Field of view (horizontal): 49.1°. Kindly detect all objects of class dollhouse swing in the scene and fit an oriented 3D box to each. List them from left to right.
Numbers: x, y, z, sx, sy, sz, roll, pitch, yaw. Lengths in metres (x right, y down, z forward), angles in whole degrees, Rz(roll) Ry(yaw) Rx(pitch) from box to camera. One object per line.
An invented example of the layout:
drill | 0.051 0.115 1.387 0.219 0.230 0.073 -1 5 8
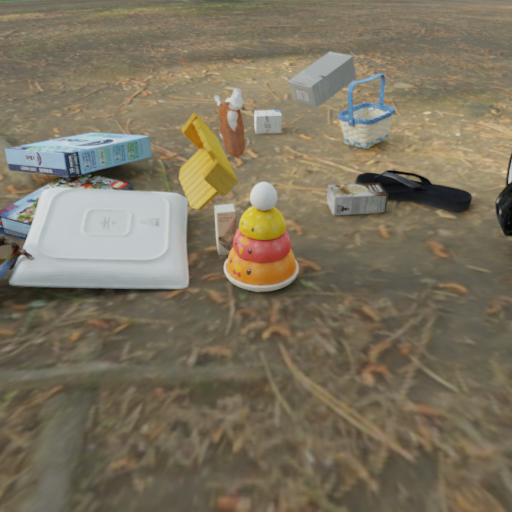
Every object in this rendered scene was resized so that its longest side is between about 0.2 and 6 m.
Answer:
dollhouse swing | -0.778 -1.144 7.129 0.765 0.791 0.871 -31 62 13

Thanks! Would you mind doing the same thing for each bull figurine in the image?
bull figurine | -0.507 -2.721 11.239 0.503 1.544 0.937 -11 46 -11

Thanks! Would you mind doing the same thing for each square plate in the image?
square plate | -2.691 -0.479 10.220 2.886 0.414 2.913 1 38 -9

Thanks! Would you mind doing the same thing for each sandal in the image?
sandal | 3.457 -1.568 12.349 2.515 0.538 0.956 13 34 20

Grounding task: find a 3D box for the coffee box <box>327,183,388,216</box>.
coffee box | 2.126 -1.205 11.846 1.130 0.451 0.646 -4 32 -6

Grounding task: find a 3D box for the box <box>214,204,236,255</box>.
box | -0.551 -0.475 10.224 0.371 0.902 0.308 -7 33 -7

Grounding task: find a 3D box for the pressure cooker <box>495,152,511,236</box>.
pressure cooker | 5.892 -1.196 9.392 3.409 2.998 3.045 -2 26 -10

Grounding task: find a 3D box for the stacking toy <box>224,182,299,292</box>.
stacking toy | 0.081 -0.413 9.307 1.289 1.765 1.289 0 31 0

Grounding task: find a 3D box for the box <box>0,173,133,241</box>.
box | -3.872 -1.009 11.533 1.615 0.446 2.365 13 34 20

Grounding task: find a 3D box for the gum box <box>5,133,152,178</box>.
gum box | -4.108 -2.414 13.113 2.134 0.560 2.512 11 25 33

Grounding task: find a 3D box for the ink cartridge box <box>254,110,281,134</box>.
ink cartridge box | 0.330 -3.836 16.040 0.741 0.536 0.546 -2 32 -3

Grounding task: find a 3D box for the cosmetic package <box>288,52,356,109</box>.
cosmetic package | 1.284 -3.377 10.713 1.204 0.543 0.643 -44 47 -21

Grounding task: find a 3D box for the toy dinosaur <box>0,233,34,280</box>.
toy dinosaur | -4.550 0.622 8.783 1.277 2.432 2.207 34 73 13

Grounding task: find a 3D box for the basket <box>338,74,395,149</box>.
basket | 2.912 -3.830 14.878 1.535 1.741 1.211 -27 40 -37
